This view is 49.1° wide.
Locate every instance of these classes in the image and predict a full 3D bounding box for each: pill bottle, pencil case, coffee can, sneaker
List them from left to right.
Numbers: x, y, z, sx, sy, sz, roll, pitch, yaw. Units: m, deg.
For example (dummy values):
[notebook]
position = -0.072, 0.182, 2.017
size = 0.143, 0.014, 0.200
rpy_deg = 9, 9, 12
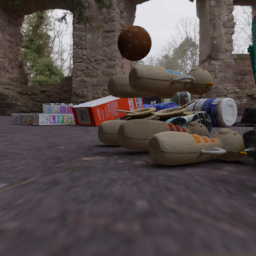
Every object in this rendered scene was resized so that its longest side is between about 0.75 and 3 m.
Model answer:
[pencil case]
position = 1.138, -0.584, 11.280
size = 0.953, 0.856, 2.194
rpy_deg = 30, -12, -26
[coffee can]
position = 1.480, -1.175, 13.389
size = 2.492, 1.823, 1.823
rpy_deg = -1, 3, -14
[sneaker]
position = 1.233, -0.084, 5.896
size = 1.221, 0.474, 0.527
rpy_deg = -1, 0, -28
[pill bottle]
position = 2.796, -0.543, 9.782
size = 0.957, 0.957, 1.724
rpy_deg = -2, 4, -38

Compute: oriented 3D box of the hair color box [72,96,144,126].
[hair color box]
position = -0.725, -0.751, 10.646
size = 2.415, 0.772, 1.339
rpy_deg = -23, 17, -39

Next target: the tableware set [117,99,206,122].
[tableware set]
position = 0.865, -0.508, 9.046
size = 1.795, 0.544, 2.716
rpy_deg = -20, 14, -34

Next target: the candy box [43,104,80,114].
[candy box]
position = -2.570, -0.743, 13.968
size = 2.570, 0.919, 2.156
rpy_deg = 1, 3, 14

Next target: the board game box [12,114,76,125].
[board game box]
position = -3.451, -0.371, 11.506
size = 1.684, 0.429, 2.505
rpy_deg = -3, 4, -44

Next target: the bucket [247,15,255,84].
[bucket]
position = 2.569, -0.486, 3.004
size = 2.399, 1.561, 2.399
rpy_deg = 1, 3, 0

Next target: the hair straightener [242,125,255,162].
[hair straightener]
position = 1.080, 0.223, 1.588
size = 0.787, 0.419, 2.046
rpy_deg = 0, 7, 6

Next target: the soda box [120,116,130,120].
[soda box]
position = 0.301, -0.372, 11.107
size = 0.450, 0.484, 1.415
rpy_deg = -3, 4, -43

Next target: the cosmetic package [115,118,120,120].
[cosmetic package]
position = -0.432, -0.864, 13.373
size = 0.881, 1.248, 2.411
rpy_deg = 0, 4, -13

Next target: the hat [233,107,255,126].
[hat]
position = 4.508, -0.406, 9.983
size = 1.707, 0.689, 1.707
rpy_deg = -1, 4, 0

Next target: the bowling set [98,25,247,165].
[bowling set]
position = 0.461, -0.407, 3.253
size = 1.146, 1.486, 2.135
rpy_deg = 0, 6, -22
